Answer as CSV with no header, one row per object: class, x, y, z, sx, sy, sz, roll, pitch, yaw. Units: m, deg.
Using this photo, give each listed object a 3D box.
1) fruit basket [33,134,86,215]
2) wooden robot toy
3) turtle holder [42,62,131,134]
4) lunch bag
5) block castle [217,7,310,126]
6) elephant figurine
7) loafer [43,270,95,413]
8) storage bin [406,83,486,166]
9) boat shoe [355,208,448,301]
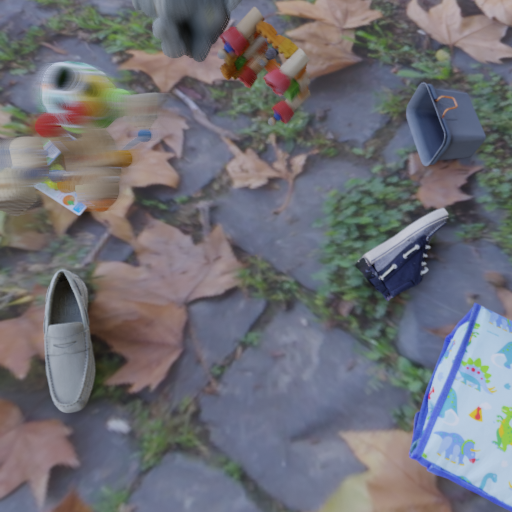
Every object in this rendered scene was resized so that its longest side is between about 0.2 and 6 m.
fruit basket,-4.114,-1.892,12.414,1.655,0.776,1.533,31,67,11
wooden robot toy,-2.657,-1.264,8.355,3.079,1.356,1.397,-24,65,6
turtle holder,-2.787,-2.521,9.069,1.468,1.043,1.116,43,86,17
lunch bag,4.145,2.709,9.443,2.438,1.827,2.867,25,56,12
block castle,0.145,-3.495,10.736,1.573,2.353,1.104,45,94,5
elephant figurine,-1.345,-4.739,10.273,1.657,1.511,2.136,1,50,-20
loafer,-3.582,1.548,10.524,0.943,0.941,2.698,-11,63,-6
storage bin,4.411,-3.070,12.830,1.202,1.302,1.789,-3,62,-13
boat shoe,3.220,-0.004,11.497,2.325,0.868,1.078,-31,80,-13
